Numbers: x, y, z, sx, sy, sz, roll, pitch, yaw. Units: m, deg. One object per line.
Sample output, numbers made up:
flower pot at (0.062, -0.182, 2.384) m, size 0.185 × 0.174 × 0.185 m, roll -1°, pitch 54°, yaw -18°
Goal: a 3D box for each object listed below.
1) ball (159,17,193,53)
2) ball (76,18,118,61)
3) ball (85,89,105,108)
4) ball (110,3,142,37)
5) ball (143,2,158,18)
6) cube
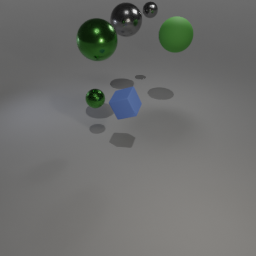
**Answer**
ball at (1.956, -3.803, 11.445) m, size 1.400 × 1.400 × 1.400 m, roll 0°, pitch 31°, yaw 0°
ball at (-1.046, -2.983, 9.514) m, size 1.400 × 1.400 × 1.400 m, roll 0°, pitch 31°, yaw 0°
ball at (-1.158, -1.045, 9.929) m, size 0.700 × 0.700 × 0.700 m, roll 0°, pitch 31°, yaw 0°
ball at (-0.080, -4.708, 12.213) m, size 1.400 × 1.400 × 1.400 m, roll 0°, pitch 31°, yaw 0°
ball at (1.018, -5.396, 12.803) m, size 0.700 × 0.700 × 0.700 m, roll 0°, pitch 31°, yaw 0°
cube at (-0.073, -0.788, 8.908) m, size 0.700 × 0.700 × 0.700 m, roll -10°, pitch 35°, yaw 28°
